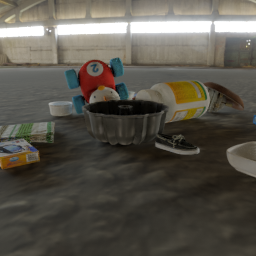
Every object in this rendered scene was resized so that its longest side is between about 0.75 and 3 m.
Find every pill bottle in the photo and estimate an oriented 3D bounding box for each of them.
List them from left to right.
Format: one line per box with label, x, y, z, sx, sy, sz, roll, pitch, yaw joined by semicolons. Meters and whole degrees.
pill bottle;1.759;-1.048;11.283;2.831;1.596;1.596;-11;18;-32

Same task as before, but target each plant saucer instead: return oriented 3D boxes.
plant saucer;4.522;-1.580;13.355;2.341;0.403;2.341;31;5;-3

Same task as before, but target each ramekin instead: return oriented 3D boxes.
ramekin;-3.045;-0.879;12.725;1.050;0.512;1.050;0;16;0

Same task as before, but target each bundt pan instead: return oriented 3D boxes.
bundt pan;-0.068;-0.197;9.134;2.830;1.062;2.830;-1;15;0

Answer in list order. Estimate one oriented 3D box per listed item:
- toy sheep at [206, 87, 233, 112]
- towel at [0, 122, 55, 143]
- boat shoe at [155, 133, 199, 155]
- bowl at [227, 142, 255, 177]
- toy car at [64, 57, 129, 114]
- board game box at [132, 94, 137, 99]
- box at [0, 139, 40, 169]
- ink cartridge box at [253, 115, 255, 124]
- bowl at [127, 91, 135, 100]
toy sheep;3.861;-1.343;13.078;2.015;1.389;1.389;25;22;14
towel;-3.647;0.221;9.136;2.462;0.378;1.837;-6;14;-12
boat shoe;1.392;0.410;7.993;1.364;0.466;0.504;14;20;42
bowl;3.135;0.789;6.527;1.345;0.502;1.343;-9;18;-34
toy car;-1.083;-1.422;11.749;2.508;2.407;2.721;-17;33;-9
board game box;1.414;-1.889;17.078;2.164;0.210;1.114;3;17;13
box;-3.079;0.628;7.502;0.920;0.321;1.546;-11;20;-35
ink cartridge box;5.372;-0.278;10.768;0.621;0.359;0.851;-5;16;-16
bowl;-0.200;-1.795;16.102;1.186;0.533;1.186;0;16;0
